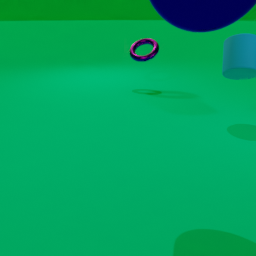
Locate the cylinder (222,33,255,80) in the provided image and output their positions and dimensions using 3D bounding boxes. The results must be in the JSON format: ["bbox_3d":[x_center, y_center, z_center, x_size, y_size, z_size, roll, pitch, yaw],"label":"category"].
[{"bbox_3d":[3.058,-1.893,7.553,0.949,0.949,0.949,5,-8,1],"label":"cylinder"}]

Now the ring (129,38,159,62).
[{"bbox_3d":[0.643,-3.101,11.115,1.208,0.242,1.208,-8,57,12],"label":"ring"}]

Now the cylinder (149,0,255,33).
[{"bbox_3d":[0.941,-2.038,3.446,1.354,1.354,1.354,5,35,11],"label":"cylinder"}]
